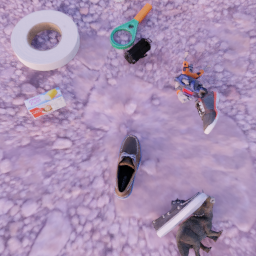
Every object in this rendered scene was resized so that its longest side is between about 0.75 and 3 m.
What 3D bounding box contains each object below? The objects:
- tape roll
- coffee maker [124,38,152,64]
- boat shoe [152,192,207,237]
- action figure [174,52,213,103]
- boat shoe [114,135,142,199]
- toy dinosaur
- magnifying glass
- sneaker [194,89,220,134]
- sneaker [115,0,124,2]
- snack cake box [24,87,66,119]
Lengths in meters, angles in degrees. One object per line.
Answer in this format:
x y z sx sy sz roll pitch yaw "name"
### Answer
-2.890 -3.129 9.904 2.364 0.432 2.364 0 69 0 "tape roll"
0.324 -2.640 9.521 0.568 0.810 0.844 43 76 7 "coffee maker"
1.341 2.236 7.628 1.736 0.607 0.575 -47 61 17 "boat shoe"
2.162 -1.480 9.279 1.631 0.853 1.577 30 77 -19 "action figure"
0.024 1.063 8.195 0.713 0.715 1.974 6 70 2 "boat shoe"
1.826 2.872 7.607 1.094 0.823 2.139 35 77 25 "toy dinosaur"
0.168 -3.753 10.249 0.888 0.250 2.232 34 72 12 "magnifying glass"
2.133 -0.493 7.849 0.659 0.620 1.609 21 45 -2 "sneaker"
-0.214 -5.169 10.758 0.953 0.358 0.422 -34 61 -18 "sneaker"
-2.605 -0.788 8.921 1.135 0.652 0.381 -24 71 -9 "snack cake box"
